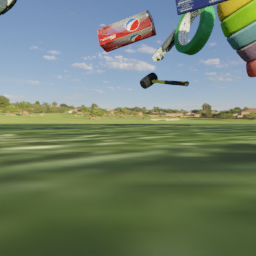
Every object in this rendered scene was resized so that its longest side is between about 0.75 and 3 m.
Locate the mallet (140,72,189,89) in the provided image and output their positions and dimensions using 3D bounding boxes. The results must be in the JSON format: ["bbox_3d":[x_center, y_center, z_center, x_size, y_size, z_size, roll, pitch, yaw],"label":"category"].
[{"bbox_3d":[1.279,-1.586,9.388,1.942,0.400,0.639,9,42,43],"label":"mallet"}]

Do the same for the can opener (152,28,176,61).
[{"bbox_3d":[1.562,-3.423,11.579,0.436,0.550,1.655,12,-43,-36],"label":"can opener"}]

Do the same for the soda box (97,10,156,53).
[{"bbox_3d":[-0.046,-2.729,7.998,1.605,0.562,0.509,-14,-15,18],"label":"soda box"}]

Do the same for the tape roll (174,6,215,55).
[{"bbox_3d":[2.192,-3.341,9.405,0.414,1.721,1.721,10,-3,-21],"label":"tape roll"}]

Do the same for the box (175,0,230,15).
[{"bbox_3d":[1.217,-3.420,4.540,0.439,2.707,1.639,-26,21,-27],"label":"box"}]

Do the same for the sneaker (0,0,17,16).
[{"bbox_3d":[-3.438,-2.551,5.957,2.303,0.978,0.887,-24,28,17],"label":"sneaker"}]

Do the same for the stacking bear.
[{"bbox_3d":[2.700,-2.789,6.081,1.695,2.980,1.810,-33,5,-18],"label":"stacking bear"}]
